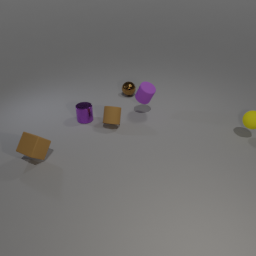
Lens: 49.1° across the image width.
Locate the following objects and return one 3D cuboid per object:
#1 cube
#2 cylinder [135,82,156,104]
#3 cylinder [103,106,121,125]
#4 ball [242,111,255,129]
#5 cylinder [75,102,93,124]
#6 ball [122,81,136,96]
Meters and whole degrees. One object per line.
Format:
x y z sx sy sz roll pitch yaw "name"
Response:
-3.159 0.603 9.396 0.700 0.700 0.700 17 -6 24 "cube"
0.738 -1.491 11.929 0.700 0.700 0.700 12 50 -15 "cylinder"
-0.646 -0.514 11.379 0.700 0.700 0.700 6 1 0 "cylinder"
4.639 -0.299 10.431 0.700 0.700 0.700 0 32 0 "ball"
-1.839 -0.649 11.855 0.700 0.700 0.700 -1 31 0 "cylinder"
0.038 -1.959 13.919 0.700 0.700 0.700 0 32 0 "ball"
